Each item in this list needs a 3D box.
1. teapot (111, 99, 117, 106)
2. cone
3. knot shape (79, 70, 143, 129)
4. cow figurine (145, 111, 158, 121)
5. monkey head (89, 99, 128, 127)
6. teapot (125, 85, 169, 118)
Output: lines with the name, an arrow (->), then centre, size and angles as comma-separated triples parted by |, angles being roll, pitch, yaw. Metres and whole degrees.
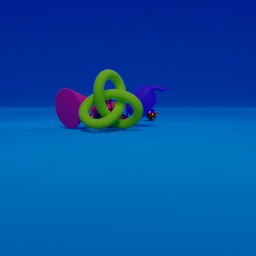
teapot -> -0.530, -0.647, 9.983 | 0.551, 1.126, 0.700 | 33, -22, -6
cone -> -1.401, -0.702, 8.657 | 1.191, 1.191, 1.196 | 4, 16, 38
knot shape -> -0.358, -0.586, 7.570 | 1.591, 1.701, 0.786 | 29, -6, -10
cow figurine -> 1.044, -0.610, 12.815 | 1.013, 0.565, 1.029 | 46, 2, 39
monkey head -> -0.648, -0.535, 8.841 | 1.393, 1.002, 0.840 | 6, -29, 12
teapot -> 0.547, -0.850, 9.323 | 0.903, 1.844, 1.147 | 39, 25, -8
